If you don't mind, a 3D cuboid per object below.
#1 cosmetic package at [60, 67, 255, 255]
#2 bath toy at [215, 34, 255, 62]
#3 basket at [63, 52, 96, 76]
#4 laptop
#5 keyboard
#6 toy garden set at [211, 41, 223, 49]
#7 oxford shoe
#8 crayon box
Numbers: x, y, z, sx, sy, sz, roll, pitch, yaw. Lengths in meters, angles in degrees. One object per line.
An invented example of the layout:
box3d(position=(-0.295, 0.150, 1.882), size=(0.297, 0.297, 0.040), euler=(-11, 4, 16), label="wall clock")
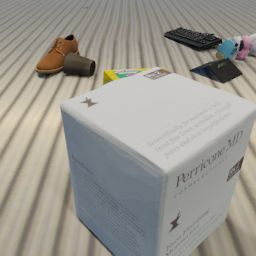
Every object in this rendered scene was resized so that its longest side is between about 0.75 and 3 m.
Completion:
box3d(position=(0.382, 0.599, 4.163), size=(1.865, 2.262, 1.867), euler=(-28, 43, -34), label="cosmetic package")
box3d(position=(4.315, -2.991, 10.694), size=(2.232, 0.970, 0.825), euler=(-21, 82, -32), label="bath toy")
box3d(position=(-1.631, -2.150, 9.624), size=(0.939, 0.639, 0.847), euler=(14, 59, 12), label="basket")
box3d(position=(3.086, -1.978, 9.863), size=(1.192, 0.738, 1.273), euler=(-27, 71, -32), label="laptop")
box3d(position=(3.023, -4.168, 12.662), size=(1.620, 0.346, 2.697), euler=(-19, 36, -24), label="keyboard")
box3d(position=(3.944, -3.537, 12.041), size=(0.798, 0.159, 0.665), euler=(-16, 34, -23), label="toy garden set")
box3d(position=(-2.616, -2.754, 10.253), size=(0.934, 0.933, 2.618), euler=(10, 37, 11), label="oxford shoe")
box3d(position=(0.489, -1.156, 8.008), size=(2.006, 0.585, 1.731), euler=(-7, 32, -21), label="crayon box")
